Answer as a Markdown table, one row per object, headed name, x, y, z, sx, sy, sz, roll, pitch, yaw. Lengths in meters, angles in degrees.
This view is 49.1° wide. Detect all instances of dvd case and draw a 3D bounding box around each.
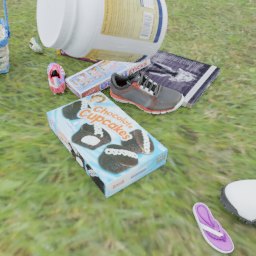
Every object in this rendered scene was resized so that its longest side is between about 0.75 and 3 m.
| name | x | y | z | sx | sy | sz | roll | pitch | yaw |
| --- | --- | --- | --- | --- | --- | --- | --- | --- | --- |
| dvd case | 1.194 | -1.799 | 9.192 | 2.987 | 0.239 | 2.221 | 24 | 50 | 26 |

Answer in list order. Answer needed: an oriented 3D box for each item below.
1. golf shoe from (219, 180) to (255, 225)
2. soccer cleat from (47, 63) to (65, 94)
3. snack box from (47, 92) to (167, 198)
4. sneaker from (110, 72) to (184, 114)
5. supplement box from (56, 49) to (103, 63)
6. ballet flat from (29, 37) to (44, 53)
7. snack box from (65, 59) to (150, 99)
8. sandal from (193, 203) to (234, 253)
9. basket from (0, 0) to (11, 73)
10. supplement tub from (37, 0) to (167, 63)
| name | x | y | z | sx | sy | sz | roll | pitch | yaw |
| --- | --- | --- | --- | --- | --- | --- | --- | --- | --- |
| golf shoe | 3.087 | 1.236 | 5.098 | 2.639 | 1.247 | 1.026 | 7 | 43 | 11 |
| soccer cleat | -2.286 | -1.722 | 8.865 | 0.557 | 0.639 | 1.670 | -10 | 43 | -11 |
| snack box | -0.599 | 0.208 | 6.773 | 1.637 | 0.523 | 2.818 | -26 | 48 | -26 |
| sneaker | 0.441 | -1.054 | 7.808 | 2.219 | 0.909 | 0.855 | 12 | 55 | 17 |
| supplement box | -1.499 | -3.287 | 10.048 | 2.180 | 1.427 | 1.125 | 17 | 46 | 19 |
| ballet flat | -3.530 | -3.097 | 10.687 | 0.387 | 0.387 | 1.114 | -19 | 43 | -20 |
| snack box | -0.603 | -1.804 | 8.900 | 2.654 | 0.323 | 0.954 | -32 | 52 | -20 |
| sandal | 1.535 | 1.807 | 5.172 | 0.426 | 0.257 | 1.048 | -17 | 44 | -18 |
| basket | -4.862 | -3.007 | 8.656 | 2.489 | 2.823 | 1.964 | -16 | 45 | -18 |
| supplement tub | -0.586 | -2.525 | 6.464 | 2.579 | 1.862 | 1.862 | -4 | 37 | -36 |
